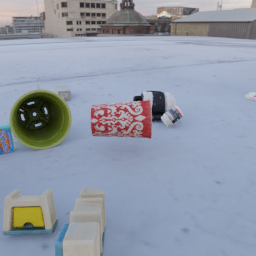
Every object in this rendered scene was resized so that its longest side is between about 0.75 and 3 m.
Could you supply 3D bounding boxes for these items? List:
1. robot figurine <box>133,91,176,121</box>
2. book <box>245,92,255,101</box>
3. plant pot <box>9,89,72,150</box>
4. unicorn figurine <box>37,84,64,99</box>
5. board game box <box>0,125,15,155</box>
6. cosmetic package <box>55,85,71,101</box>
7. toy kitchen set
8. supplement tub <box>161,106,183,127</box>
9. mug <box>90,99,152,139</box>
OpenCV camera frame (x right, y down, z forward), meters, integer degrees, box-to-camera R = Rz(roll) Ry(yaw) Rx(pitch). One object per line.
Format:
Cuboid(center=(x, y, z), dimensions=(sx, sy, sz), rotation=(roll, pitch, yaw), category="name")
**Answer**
Cuboid(center=(1.211, -1.053, 12.927), dimensions=(1.947, 1.463, 1.215), rotation=(-1, 1, -2), category="robot figurine")
Cuboid(center=(7.298, -1.713, 15.579), dimensions=(0.847, 0.305, 1.267), rotation=(-24, 32, -39), category="book")
Cuboid(center=(-3.499, -0.435, 10.816), dimensions=(2.150, 2.150, 2.042), rotation=(-12, 14, -25), category="plant pot")
Cuboid(center=(-4.365, -1.605, 14.902), dimensions=(2.100, 0.775, 1.442), rotation=(20, 17, 8), category="unicorn figurine")
Cuboid(center=(-4.654, 0.473, 9.637), dimensions=(1.290, 0.981, 0.290), rotation=(-12, 26, -23), category="board game box")
Cuboid(center=(-3.692, -2.016, 15.878), dimensions=(0.750, 0.633, 1.404), rotation=(-7, 21, -17), category="cosmetic package")
Cuboid(center=(-1.581, 2.312, 5.284), dimensions=(2.245, 1.651, 2.803), rotation=(-1, 3, -2), category="toy kitchen set")
Cuboid(center=(1.887, -0.501, 11.978), dimensions=(0.838, 0.588, 0.588), rotation=(-37, 28, 1), category="supplement tub")
Cuboid(center=(-0.211, -0.174, 9.611), dimensions=(1.970, 1.749, 1.314), rotation=(-2, 65, 0), category="mug")
